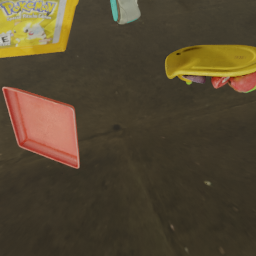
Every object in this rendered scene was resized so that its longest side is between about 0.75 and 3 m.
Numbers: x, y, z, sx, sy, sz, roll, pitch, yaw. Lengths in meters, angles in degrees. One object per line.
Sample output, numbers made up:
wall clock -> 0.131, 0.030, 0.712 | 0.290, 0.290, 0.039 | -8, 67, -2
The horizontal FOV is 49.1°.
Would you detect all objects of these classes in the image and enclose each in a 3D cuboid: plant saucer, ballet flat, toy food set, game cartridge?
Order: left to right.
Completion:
game cartridge -> -2.462, -2.894, 6.843 | 2.483, 2.817, 0.457 | -16, 69, -31
plant saucer -> -1.357, -0.028, 4.657 | 1.300, 1.303, 0.239 | 18, 41, 16
ballet flat -> -0.277, -4.515, 8.145 | 0.909, 2.854, 0.962 | -17, 10, -9
toy food set -> 2.173, -1.216, 6.325 | 2.669, 0.872, 1.570 | 10, 39, 29
